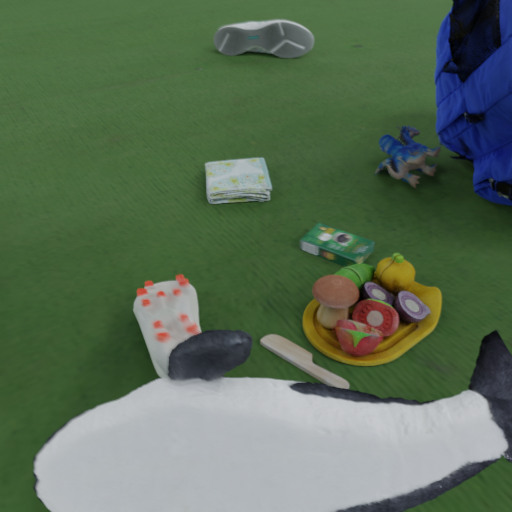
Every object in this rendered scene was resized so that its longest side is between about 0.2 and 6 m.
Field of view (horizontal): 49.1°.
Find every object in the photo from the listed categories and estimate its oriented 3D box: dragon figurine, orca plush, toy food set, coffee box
[{"bbox_3d":[2.755,-1.915,10.967,1.234,0.731,2.483,26,39,32],"label":"dragon figurine"},{"bbox_3d":[0.258,1.609,5.423,4.346,2.287,1.545,-23,-2,3],"label":"orca plush"},{"bbox_3d":[1.423,0.630,7.412,2.517,0.822,1.481,-28,44,-33],"label":"toy food set"},{"bbox_3d":[1.293,-0.159,9.008,1.033,0.227,0.635,21,42,27],"label":"coffee box"}]

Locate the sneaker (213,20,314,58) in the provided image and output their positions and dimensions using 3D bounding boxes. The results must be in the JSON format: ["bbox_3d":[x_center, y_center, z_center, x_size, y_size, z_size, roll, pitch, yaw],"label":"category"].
[{"bbox_3d":[0.296,-6.928,17.621,3.113,1.095,1.247,7,34,10],"label":"sneaker"}]

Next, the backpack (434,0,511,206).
[{"bbox_3d":[5.109,-2.967,9.492,4.223,4.361,5.197,6,7,1],"label":"backpack"}]

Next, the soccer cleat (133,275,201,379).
[{"bbox_3d":[-1.053,0.966,7.028,0.844,0.945,2.435,-12,19,-10],"label":"soccer cleat"}]

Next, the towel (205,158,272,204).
[{"bbox_3d":[-0.363,-1.465,10.718,1.202,0.338,1.404,-3,36,-5],"label":"towel"}]
